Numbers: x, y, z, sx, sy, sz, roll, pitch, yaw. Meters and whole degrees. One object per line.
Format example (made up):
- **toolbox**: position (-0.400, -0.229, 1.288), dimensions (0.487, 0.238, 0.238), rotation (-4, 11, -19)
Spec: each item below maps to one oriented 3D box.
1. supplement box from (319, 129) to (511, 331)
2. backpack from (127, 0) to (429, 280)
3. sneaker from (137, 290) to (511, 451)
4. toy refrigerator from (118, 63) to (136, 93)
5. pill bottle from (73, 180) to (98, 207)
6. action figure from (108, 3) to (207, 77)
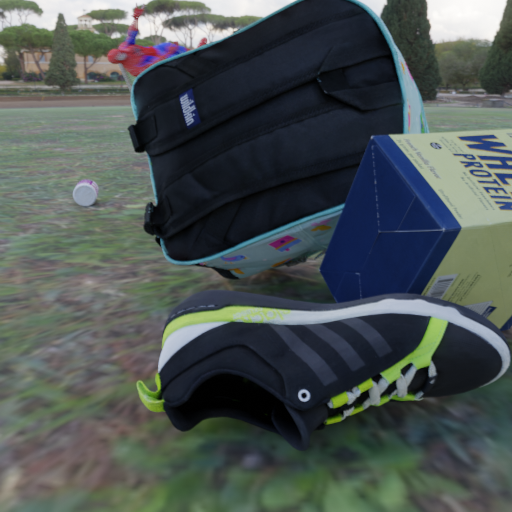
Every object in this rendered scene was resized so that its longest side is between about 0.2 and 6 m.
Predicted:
- **supplement box**: position (1.870, -0.125, 5.455), dimensions (1.819, 1.821, 1.222), rotation (-7, 49, -21)
- **backpack**: position (0.440, -1.374, 6.916), dimensions (3.290, 2.892, 2.522), rotation (-22, -20, 30)
- **sneaker**: position (0.541, 1.024, 4.366), dimensions (2.843, 1.019, 1.177), rotation (1, 42, 5)
- **toy refrigerator**: position (-2.129, -3.193, 10.888), dimensions (0.526, 1.386, 0.485), rotation (-17, 27, 7)
- **pill bottle**: position (-3.581, -1.355, 11.828), dimensions (0.474, 0.474, 0.845), rotation (-3, 19, -10)
- **action figure**: position (-1.581, -3.850, 10.156), dimensions (2.358, 0.770, 1.167), rotation (-24, -13, -42)
